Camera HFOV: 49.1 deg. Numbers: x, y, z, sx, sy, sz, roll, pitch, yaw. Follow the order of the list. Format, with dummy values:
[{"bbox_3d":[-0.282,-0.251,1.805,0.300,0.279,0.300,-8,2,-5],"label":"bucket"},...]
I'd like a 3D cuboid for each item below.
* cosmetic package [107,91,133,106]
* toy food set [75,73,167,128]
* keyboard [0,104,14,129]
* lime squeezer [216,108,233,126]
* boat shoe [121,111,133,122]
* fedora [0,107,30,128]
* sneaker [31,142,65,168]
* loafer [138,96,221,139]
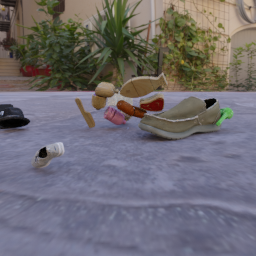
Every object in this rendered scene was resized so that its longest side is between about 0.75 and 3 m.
[{"bbox_3d":[-0.363,-1.376,13.150,0.462,0.684,1.301,3,5,40],"label":"cosmetic package"},{"bbox_3d":[-0.090,-0.753,8.175,2.640,1.678,0.416,-9,44,13],"label":"toy food set"},{"bbox_3d":[-4.404,-0.324,9.506,1.128,0.429,2.168,-2,21,-25],"label":"keyboard"},{"bbox_3d":[2.799,-0.303,8.405,0.368,0.689,1.950,38,7,3],"label":"lime squeezer"},{"bbox_3d":[-0.123,-0.348,9.379,0.439,0.396,1.218,19,-6,-14],"label":"boat shoe"},{"bbox_3d":[-3.388,-0.338,8.274,0.990,0.452,0.990,-11,-15,-3],"label":"fedora"},{"bbox_3d":[-1.351,0.414,4.430,0.788,0.294,0.323,-33,-23,36],"label":"sneaker"},{"bbox_3d":[1.490,-0.381,7.649,2.947,1.026,1.108,-8,19,-40],"label":"loafer"}]
